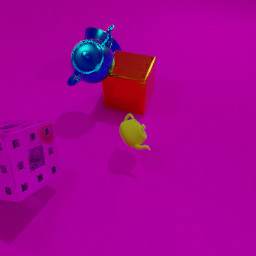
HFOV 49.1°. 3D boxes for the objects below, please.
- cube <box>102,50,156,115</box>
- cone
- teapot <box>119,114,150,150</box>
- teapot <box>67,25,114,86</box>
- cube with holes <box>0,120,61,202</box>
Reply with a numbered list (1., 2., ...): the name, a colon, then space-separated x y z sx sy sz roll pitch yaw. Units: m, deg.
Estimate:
1. cube: 0.051 -1.365 8.412 1.291 1.291 1.291 12 48 12
2. cone: -1.224 -2.451 9.843 1.478 1.478 1.484 23 78 20
3. teapot: 0.179 0.137 6.822 0.577 0.732 1.178 -33 57 15
4. teapot: -0.930 -1.819 7.242 1.175 0.925 1.890 41 94 8
5. cube with holes: -2.456 0.611 5.989 1.322 1.322 1.322 0 14 25
